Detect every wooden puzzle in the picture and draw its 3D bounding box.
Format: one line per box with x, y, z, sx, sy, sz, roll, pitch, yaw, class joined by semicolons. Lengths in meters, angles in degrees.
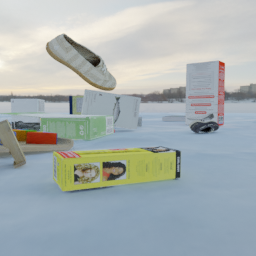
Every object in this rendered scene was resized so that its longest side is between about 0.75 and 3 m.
-2.284;0.221;5.517;1.718;0.429;1.855;4;6;44;wooden puzzle

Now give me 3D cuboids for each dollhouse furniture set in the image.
-2.012;0.372;3.849;0.985;0.654;0.863;-25;12;-18;dollhouse furniture set

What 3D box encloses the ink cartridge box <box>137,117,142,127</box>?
-0.359;-0.303;12.420;1.027;0.475;1.885;-3;6;-37;ink cartridge box

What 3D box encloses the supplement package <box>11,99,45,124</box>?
-5.148;-0.859;14.542;1.296;1.287;1.708;0;4;-5;supplement package

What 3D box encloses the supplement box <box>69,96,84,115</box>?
-2.437;-1.304;18.539;2.381;1.600;2.384;0;4;3;supplement box

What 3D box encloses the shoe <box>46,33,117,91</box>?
-1.310;-2.109;9.257;0.759;0.995;2.845;-36;-43;27;shoe

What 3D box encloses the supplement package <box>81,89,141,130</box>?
-0.656;-0.634;10.045;1.965;1.149;1.153;7;-2;-10;supplement package

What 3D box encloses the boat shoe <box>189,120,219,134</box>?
2.599;0.042;9.292;1.369;0.497;0.429;3;44;-37;boat shoe

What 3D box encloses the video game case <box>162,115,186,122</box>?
3.904;-0.606;17.971;2.883;0.317;2.628;2;5;21;video game case

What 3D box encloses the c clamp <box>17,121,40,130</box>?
-3.659;-0.103;10.916;1.960;0.311;2.294;-3;6;-34;c clamp

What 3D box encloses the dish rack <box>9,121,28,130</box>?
-4.157;-0.065;9.750;1.291;0.352;0.990;-8;8;-27;dish rack

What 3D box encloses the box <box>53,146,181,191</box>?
-0.109;0.425;3.183;1.391;0.349;0.524;-2;4;-24;box

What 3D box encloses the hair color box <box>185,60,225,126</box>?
3.626;-1.585;13.196;1.616;2.913;0.931;4;4;38;hair color box

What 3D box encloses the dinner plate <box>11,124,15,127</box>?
-4.887;-0.104;12.282;0.989;0.120;0.989;-1;4;0;dinner plate

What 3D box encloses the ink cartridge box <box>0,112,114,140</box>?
-2.060;-0.114;8.357;2.851;0.684;2.075;1;4;14;ink cartridge box
